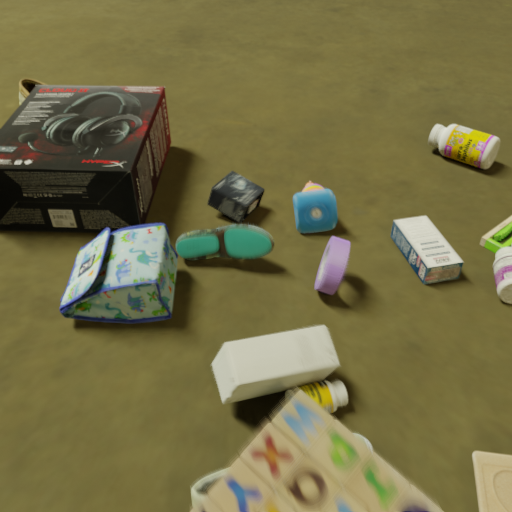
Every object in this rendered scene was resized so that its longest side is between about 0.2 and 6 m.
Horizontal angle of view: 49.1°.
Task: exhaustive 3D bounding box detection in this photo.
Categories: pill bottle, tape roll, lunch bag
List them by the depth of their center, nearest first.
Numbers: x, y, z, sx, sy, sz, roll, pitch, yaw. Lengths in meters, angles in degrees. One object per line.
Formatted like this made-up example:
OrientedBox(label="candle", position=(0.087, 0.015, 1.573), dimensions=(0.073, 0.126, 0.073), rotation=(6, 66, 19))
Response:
OrientedBox(label="pill bottle", position=(0.802, 1.904, 7.427), dimensions=(0.762, 0.428, 0.428), rotation=(-12, 41, -14))
OrientedBox(label="lunch bag", position=(-2.192, 0.298, 8.945), dimensions=(1.676, 1.068, 1.425), rotation=(-9, 42, 7))
OrientedBox(label="tape roll", position=(1.234, 0.158, 9.105), dimensions=(0.301, 0.919, 0.919), rotation=(19, 41, 1))
OrientedBox(label="pill bottle", position=(4.228, 0.300, 9.270), dimensions=(0.542, 0.542, 0.965), rotation=(8, 41, 9))
OrientedBox(label="pill bottle", position=(4.593, -2.475, 12.453), dimensions=(1.406, 0.733, 0.733), rotation=(27, 47, 30))

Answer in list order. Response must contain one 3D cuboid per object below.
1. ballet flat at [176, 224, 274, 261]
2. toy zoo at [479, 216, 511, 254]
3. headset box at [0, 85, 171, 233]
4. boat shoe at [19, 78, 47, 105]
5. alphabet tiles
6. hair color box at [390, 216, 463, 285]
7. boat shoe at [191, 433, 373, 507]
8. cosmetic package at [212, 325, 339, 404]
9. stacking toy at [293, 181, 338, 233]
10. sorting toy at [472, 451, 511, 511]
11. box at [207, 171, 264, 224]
OrientedBox(label="ballet flat", position=(-0.519, -0.260, 9.778), dimensions=(1.751, 0.650, 0.650), rotation=(0, 39, 11))
OrientedBox(label="toy zoo", position=(5.182, -0.062, 9.967), dimensions=(1.263, 0.197, 1.925), rotation=(-29, 48, -31))
OrientedBox(label="headset box", position=(-3.468, -2.205, 11.516), dimensions=(2.920, 1.515, 3.923), rotation=(2, 41, 3))
OrientedBox(label="boat shoe", position=(-4.977, -3.733, 13.846), dimensions=(2.618, 0.869, 0.969), rotation=(21, 44, 24))
OrientedBox(label="alphabet tiles", position=(0.411, 3.181, 5.366), dimensions=(2.518, 0.114, 3.013), rotation=(38, 65, 21))
OrientedBox(label="hair color box", position=(2.973, -0.126, 9.872), dimensions=(0.681, 0.412, 1.362), rotation=(-9, 41, -10))
OrientedBox(label="boat shoe", position=(0.351, 2.506, 6.308), dimensions=(2.253, 0.699, 0.811), rotation=(-20, 18, -21))
OrientedBox(label="cosmetic package", position=(0.244, 1.440, 7.419), dimensions=(1.466, 0.789, 0.622), rotation=(-5, 61, -23))
OrientedBox(label="stacking toy", position=(1.114, -1.091, 10.870), dimensions=(0.791, 0.837, 1.442), rotation=(-7, 26, 5))
OrientedBox(label="sorting toy", position=(3.835, 3.143, 5.952), dimensions=(2.771, 0.408, 2.048), rotation=(4, 35, 10))
OrientedBox(label="box", position=(-0.388, -1.147, 10.867), dimensions=(0.787, 0.462, 0.774), rotation=(30, 43, 11))
